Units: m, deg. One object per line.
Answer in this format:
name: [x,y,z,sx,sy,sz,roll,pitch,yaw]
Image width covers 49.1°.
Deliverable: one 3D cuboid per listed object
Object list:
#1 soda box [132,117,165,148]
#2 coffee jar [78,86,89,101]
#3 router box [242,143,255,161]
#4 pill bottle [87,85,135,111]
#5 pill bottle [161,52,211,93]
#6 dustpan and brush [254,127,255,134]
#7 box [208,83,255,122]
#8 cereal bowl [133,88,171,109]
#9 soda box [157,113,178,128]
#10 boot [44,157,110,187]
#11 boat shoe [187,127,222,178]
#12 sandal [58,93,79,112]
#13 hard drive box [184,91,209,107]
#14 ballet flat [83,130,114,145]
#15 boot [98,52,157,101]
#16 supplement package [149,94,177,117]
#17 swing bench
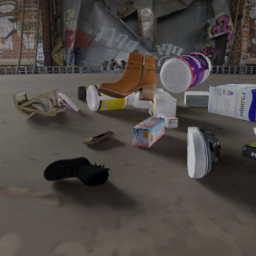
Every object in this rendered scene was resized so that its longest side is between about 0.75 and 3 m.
soda box: [0.721,0.097,9.339,0.570,0.613,1.793,6,15,22]
coffee jar: [-2.375,-2.278,18.097,1.835,0.957,0.783,-12,22,-37]
router box: [3.909,0.703,7.517,0.987,0.328,1.256,-7,16,-27]
pill bottle: [-0.872,-1.641,14.779,2.339,1.337,1.337,-8,16,-28]
pill bottle: [2.020,-1.911,9.388,1.085,1.085,1.929,12,28,39]
dustpan and brush: [5.103,0.340,8.773,1.494,0.613,2.140,-6,7,1]
box: [5.659,-1.316,13.363,2.433,1.388,2.645,-10,18,-32]
cereal bowl: [1.414,-1.749,16.023,2.296,0.956,2.296,-1,14,0]
soda box: [1.595,-0.322,11.483,0.416,0.389,1.221,-4,15,-15]
boot: [-1.095,1.015,6.162,1.213,0.449,0.994,-11,22,-39]
boat shoe: [1.947,0.488,7.139,0.813,0.985,2.871,3,12,10]
sandal: [-3.325,-1.306,14.838,0.602,0.997,2.450,-46,28,-9]
hard drive box: [4.028,-1.696,16.287,1.406,0.693,1.805,2,14,9]
ballet flat: [-0.940,0.304,9.178,0.432,0.297,1.283,13,19,42]
boot: [0.030,-2.063,10.841,2.350,1.824,0.901,4,-3,-13]
supplement package: [1.559,-0.989,12.916,0.934,0.970,1.705,0,14,-5]
swing bench: [-4.348,-1.239,13.653,1.831,1.188,1.821,-6,15,-1]
